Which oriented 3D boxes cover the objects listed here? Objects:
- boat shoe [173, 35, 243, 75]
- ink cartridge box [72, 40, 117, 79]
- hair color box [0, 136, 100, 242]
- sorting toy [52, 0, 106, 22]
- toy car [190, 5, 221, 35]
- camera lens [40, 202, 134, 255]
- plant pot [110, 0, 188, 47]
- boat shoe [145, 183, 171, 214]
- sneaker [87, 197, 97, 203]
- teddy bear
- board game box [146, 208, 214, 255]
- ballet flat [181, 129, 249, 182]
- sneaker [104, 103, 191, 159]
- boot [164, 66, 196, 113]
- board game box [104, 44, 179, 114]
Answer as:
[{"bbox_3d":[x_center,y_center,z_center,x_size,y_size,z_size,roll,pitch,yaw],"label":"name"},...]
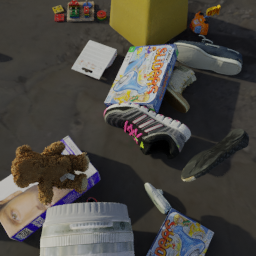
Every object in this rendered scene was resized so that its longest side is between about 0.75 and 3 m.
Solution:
[{"bbox_3d":[3.091,-2.921,10.959,2.830,1.060,0.875,15,63,7],"label":"boat shoe"},{"bbox_3d":[-1.321,-2.687,11.278,1.277,0.395,1.575,22,71,11],"label":"ink cartridge box"},{"bbox_3d":[-2.481,1.755,8.416,2.922,0.947,1.597,-37,68,-17],"label":"hair color box"},{"bbox_3d":[-2.246,-5.419,12.725,2.486,0.420,1.198,-3,61,-1],"label":"sorting toy"},{"bbox_3d":[3.016,-4.596,11.475,0.696,2.092,1.026,-16,80,-2],"label":"toy car"},{"bbox_3d":[-0.929,3.278,6.523,2.204,2.204,2.755,-3,68,-2],"label":"camera lens"},{"bbox_3d":[0.891,-5.140,11.334,2.521,2.579,2.504,-37,67,-19],"label":"plant pot"},{"bbox_3d":[0.924,2.093,8.580,0.376,0.369,1.057,-27,68,-25],"label":"boat shoe"},{"bbox_3d":[-0.973,2.549,8.231,0.411,0.464,1.097,-22,64,-12],"label":"sneaker"},{"bbox_3d":[-1.847,1.063,6.944,2.122,0.708,1.538,-10,97,-40],"label":"teddy bear"},{"bbox_3d":[1.336,3.466,7.777,1.371,0.349,2.026,27,64,14],"label":"board game box"},{"bbox_3d":[2.422,0.840,7.661,2.191,0.622,0.728,-35,27,0],"label":"ballet flat"},{"bbox_3d":[0.505,0.155,9.195,2.994,1.104,1.309,20,56,6],"label":"sneaker"},{"bbox_3d":[1.994,-1.497,10.355,1.449,0.675,1.874,-29,57,-16],"label":"boot"},{"bbox_3d":[0.549,-1.863,10.288,1.961,0.499,2.897,5,58,28],"label":"board game box"}]
